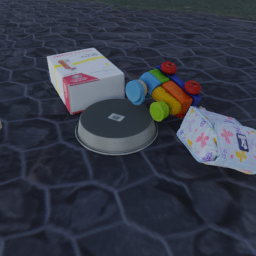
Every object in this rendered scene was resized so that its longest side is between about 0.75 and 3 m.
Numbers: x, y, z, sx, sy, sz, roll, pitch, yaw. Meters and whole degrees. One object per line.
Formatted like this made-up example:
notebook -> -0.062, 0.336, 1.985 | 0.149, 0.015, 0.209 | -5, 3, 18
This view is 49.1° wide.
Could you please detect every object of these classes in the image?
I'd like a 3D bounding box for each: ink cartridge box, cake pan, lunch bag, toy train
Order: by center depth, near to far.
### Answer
lunch bag -> 2.313, 0.338, 6.784 | 1.519, 1.138, 1.791 | 14, 26, -22
toy train -> 1.406, -0.644, 8.371 | 1.713, 1.253, 2.961 | -25, 60, -36
cake pan -> -0.347, -0.162, 8.610 | 2.563, 0.470, 2.563 | 0, 36, 0
ink cartridge box -> -1.627, -1.860, 10.379 | 2.033, 1.168, 2.801 | -17, 39, -21

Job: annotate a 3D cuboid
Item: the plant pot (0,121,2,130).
plant pot -> -3.947, -0.053, 7.931 | 0.577, 0.859, 0.859 | 41, 35, -14
